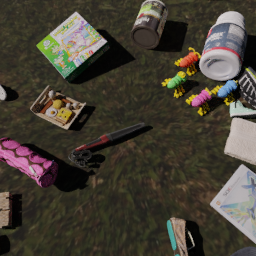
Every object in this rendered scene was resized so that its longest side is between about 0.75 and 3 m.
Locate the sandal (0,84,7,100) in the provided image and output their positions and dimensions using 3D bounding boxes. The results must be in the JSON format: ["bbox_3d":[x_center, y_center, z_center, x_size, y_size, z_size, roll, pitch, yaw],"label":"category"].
[{"bbox_3d":[-5.086,-1.551,10.936,1.244,0.506,0.306,36,28,17],"label":"sandal"}]

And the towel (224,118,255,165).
[{"bbox_3d":[4.629,0.630,9.784,2.278,0.393,1.509,20,64,10],"label":"towel"}]

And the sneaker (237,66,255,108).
[{"bbox_3d":[5.228,-1.244,10.514,1.134,1.036,2.803,-28,73,-21],"label":"sneaker"}]

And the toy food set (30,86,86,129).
[{"bbox_3d":[-2.585,-0.802,10.448,1.690,0.511,1.213,25,66,12],"label":"toy food set"}]

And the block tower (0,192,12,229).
[{"bbox_3d":[-3.851,2.596,8.828,0.313,0.292,1.083,-8,64,-3],"label":"block tower"}]

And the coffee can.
[{"bbox_3d":[0.923,-4.394,11.889,1.230,1.230,1.680,15,63,7],"label":"coffee can"}]

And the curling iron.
[{"bbox_3d":[-0.675,0.513,9.851,2.924,0.374,0.725,-27,69,-16],"label":"curling iron"}]

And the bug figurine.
[{"bbox_3d":[2.756,-1.794,10.839,2.200,0.730,2.837,-41,70,-18],"label":"bug figurine"}]

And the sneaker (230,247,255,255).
[{"bbox_3d":[2.924,4.393,7.748,2.430,0.853,0.997,-36,90,-18],"label":"sneaker"}]

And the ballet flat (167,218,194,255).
[{"bbox_3d":[1.635,3.614,8.125,0.673,0.681,2.000,0,64,-10],"label":"ballet flat"}]

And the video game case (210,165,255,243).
[{"bbox_3d":[3.983,2.448,8.941,2.011,0.221,1.833,40,69,18],"label":"video game case"}]

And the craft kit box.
[{"bbox_3d":[-2.255,-3.332,11.458,2.239,0.543,2.211,-42,66,-2],"label":"craft kit box"}]

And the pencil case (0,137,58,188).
[{"bbox_3d":[-3.373,1.086,9.130,2.219,1.039,1.007,23,105,17],"label":"pencil case"}]

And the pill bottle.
[{"bbox_3d":[3.881,-3.325,11.176,1.542,1.542,2.579,17,63,9],"label":"pill bottle"}]

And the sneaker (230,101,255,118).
[{"bbox_3d":[4.380,-0.738,10.453,1.128,0.415,0.666,0,68,2],"label":"sneaker"}]
